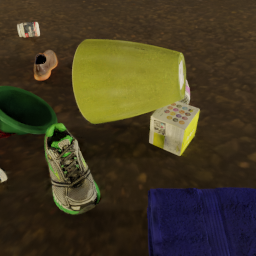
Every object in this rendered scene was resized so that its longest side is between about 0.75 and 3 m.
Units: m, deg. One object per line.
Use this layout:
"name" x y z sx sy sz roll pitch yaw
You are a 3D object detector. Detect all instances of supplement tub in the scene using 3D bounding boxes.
"supplement tub" -4.307 -4.263 12.161 0.845 0.593 0.593 -9 43 -11

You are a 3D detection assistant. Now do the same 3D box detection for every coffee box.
"coffee box" 1.178 -0.038 7.167 0.927 0.938 0.936 23 47 24

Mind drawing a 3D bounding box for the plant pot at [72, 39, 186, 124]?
"plant pot" 0.185 -1.165 6.708 2.247 2.103 2.103 0 40 21

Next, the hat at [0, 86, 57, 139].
"hat" -3.298 0.073 7.631 2.123 1.869 1.758 26 28 -24

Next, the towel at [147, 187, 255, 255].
"towel" 1.758 2.063 5.096 2.781 0.689 2.054 -1 47 1

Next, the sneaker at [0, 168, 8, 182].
"sneaker" -3.576 0.986 6.326 1.621 0.539 0.734 19 42 18

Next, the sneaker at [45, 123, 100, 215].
"sneaker" -1.368 0.835 6.132 0.942 1.029 2.416 -21 46 -22

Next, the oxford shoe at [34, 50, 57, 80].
"oxford shoe" -2.957 -2.446 10.078 0.638 0.652 1.790 -1 42 -1

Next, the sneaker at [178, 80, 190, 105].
"sneaker" 0.664 -1.361 8.730 2.487 0.901 1.418 13 44 -1
